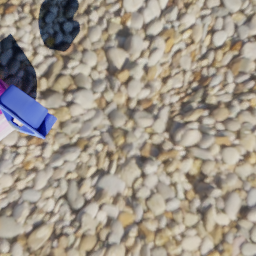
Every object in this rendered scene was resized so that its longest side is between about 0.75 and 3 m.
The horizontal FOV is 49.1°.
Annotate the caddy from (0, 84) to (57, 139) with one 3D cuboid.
[{"bbox_3d":[-2.315,-0.300,6.239,1.444,1.021,0.758,32,79,21],"label":"caddy"}]

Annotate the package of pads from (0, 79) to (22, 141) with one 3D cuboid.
[{"bbox_3d":[-4.280,-0.142,7.880,2.658,1.006,1.602,-41,88,-7],"label":"package of pads"}]
